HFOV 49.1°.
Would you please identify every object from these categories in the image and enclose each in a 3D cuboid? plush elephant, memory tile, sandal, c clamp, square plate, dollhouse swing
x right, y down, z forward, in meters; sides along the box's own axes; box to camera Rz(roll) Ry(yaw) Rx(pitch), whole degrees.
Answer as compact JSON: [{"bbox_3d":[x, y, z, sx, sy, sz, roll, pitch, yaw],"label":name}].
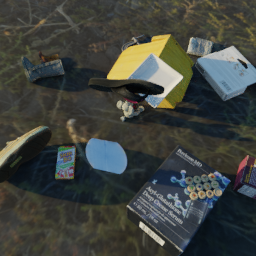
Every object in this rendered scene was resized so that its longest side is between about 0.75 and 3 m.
[{"bbox_3d":[0.042,-0.827,11.180,0.857,0.805,1.040,33,64,18],"label":"plush elephant"},{"bbox_3d":[2.251,1.747,8.347,0.968,0.081,0.742,-7,58,-5],"label":"memory tile"},{"bbox_3d":[-0.082,-1.092,8.621,2.592,0.974,0.620,7,82,30],"label":"sandal"},{"bbox_3d":[0.487,-3.744,13.292,1.428,0.226,1.671,-22,61,-12],"label":"c clamp"},{"bbox_3d":[0.846,-1.579,9.323,1.427,0.203,1.414,42,85,15],"label":"square plate"},{"bbox_3d":[0.952,-2.301,12.243,2.477,2.396,2.726,42,57,-26],"label":"dollhouse swing"}]

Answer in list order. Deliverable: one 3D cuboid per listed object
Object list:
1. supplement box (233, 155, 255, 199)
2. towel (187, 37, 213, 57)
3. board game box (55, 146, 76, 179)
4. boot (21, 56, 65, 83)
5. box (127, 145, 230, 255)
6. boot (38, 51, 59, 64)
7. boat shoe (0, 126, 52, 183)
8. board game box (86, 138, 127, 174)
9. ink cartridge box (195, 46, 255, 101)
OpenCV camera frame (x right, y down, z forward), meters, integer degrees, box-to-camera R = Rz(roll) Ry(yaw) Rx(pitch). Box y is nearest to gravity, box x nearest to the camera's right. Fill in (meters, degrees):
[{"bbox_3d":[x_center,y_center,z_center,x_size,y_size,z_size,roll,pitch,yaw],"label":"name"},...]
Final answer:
[{"bbox_3d":[4.769,1.904,9.490,1.990,0.852,1.098,22,61,13],"label":"supplement box"},{"bbox_3d":[3.464,-3.875,13.389,1.112,0.199,1.155,15,59,9],"label":"towel"},{"bbox_3d":[-2.284,1.231,10.312,0.634,0.199,1.328,-1,56,-2],"label":"board game box"},{"bbox_3d":[-3.797,-2.791,12.505,1.627,0.590,1.479,-23,75,-6],"label":"boot"},{"bbox_3d":[1.558,2.297,8.909,1.998,1.441,2.692,35,64,19],"label":"box"},{"bbox_3d":[-3.675,-3.323,13.003,0.856,0.293,0.806,-18,60,-12],"label":"boot"},{"bbox_3d":[-4.045,0.745,10.217,1.011,0.951,2.655,34,64,32],"label":"boat shoe"},{"bbox_3d":[-0.613,0.787,8.426,1.363,1.077,0.265,9,28,20],"label":"board game box"},{"bbox_3d":[4.438,-2.469,12.367,1.979,0.497,2.281,-22,61,-14],"label":"ink cartridge box"}]
